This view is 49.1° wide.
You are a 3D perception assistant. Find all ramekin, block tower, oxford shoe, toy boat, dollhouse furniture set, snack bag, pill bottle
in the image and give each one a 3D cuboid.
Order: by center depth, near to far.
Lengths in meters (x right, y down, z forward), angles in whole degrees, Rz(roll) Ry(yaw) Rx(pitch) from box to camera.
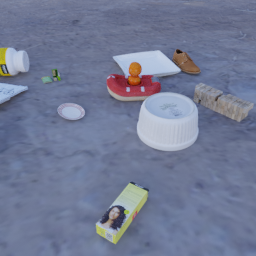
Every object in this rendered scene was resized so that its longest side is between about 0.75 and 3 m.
[{"bbox_3d":[1.459,-0.344,10.108,2.258,1.185,2.258,0,37,0],"label":"ramekin"},{"bbox_3d":[3.808,-1.073,11.529,0.653,0.699,2.417,-30,44,-34],"label":"block tower"},{"bbox_3d":[0.256,-2.126,12.175,2.373,1.551,1.549,-3,37,-4],"label":"toy boat"},{"bbox_3d":[-6.013,-1.481,12.247,2.264,0.257,2.401,9,30,18],"label":"snack bag"},{"bbox_3d":[-3.783,-2.524,13.655,0.848,0.425,0.555,-17,40,-21],"label":"dollhouse furniture set"},{"bbox_3d":[-6.250,-3.270,13.878,2.393,1.346,1.346,-2,37,-1],"label":"pill bottle"},{"bbox_3d":[3.020,-3.488,14.659,0.806,0.806,2.261,-15,41,-21],"label":"oxford shoe"}]

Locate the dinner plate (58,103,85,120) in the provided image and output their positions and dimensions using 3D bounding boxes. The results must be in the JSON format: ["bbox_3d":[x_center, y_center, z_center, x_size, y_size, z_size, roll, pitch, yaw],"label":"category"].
[{"bbox_3d":[-2.279,-0.642,11.263,1.075,0.130,1.075,10,37,-7],"label":"dinner plate"}]

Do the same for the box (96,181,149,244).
[{"bbox_3d":[-0.101,2.168,7.390,0.631,0.420,1.678,20,41,24],"label":"box"}]

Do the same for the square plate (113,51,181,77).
[{"bbox_3d":[0.900,-3.265,14.672,2.788,0.400,2.814,-12,38,-14],"label":"square plate"}]
